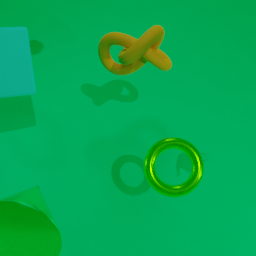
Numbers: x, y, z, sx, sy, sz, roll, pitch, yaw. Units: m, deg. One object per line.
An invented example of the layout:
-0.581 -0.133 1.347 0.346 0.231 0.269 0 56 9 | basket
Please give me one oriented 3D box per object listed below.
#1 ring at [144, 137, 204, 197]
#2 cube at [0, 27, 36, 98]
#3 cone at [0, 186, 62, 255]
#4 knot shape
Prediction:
0.826 0.704 5.085 1.087 0.217 1.087 -1 81 4 | ring
-2.617 -1.317 5.591 1.253 1.253 1.253 -10 20 -21 | cube
-1.137 0.923 3.151 0.946 0.946 0.949 -2 22 -1 | cone
0.312 -1.691 6.358 1.612 1.723 0.796 0 88 -41 | knot shape
